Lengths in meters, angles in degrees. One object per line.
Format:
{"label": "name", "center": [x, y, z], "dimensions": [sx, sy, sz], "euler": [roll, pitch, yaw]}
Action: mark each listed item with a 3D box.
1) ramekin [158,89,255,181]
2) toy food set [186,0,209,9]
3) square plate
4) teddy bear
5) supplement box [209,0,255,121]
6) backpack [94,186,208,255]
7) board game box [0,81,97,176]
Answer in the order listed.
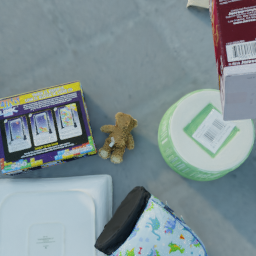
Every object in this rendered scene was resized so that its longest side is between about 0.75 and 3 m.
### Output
{"label": "ramekin", "center": [1.865, 0.143, 6.725], "dimensions": [2.210, 1.079, 2.210], "euler": [0, 78, 0]}
{"label": "toy food set", "center": [2.334, -3.661, 7.967], "dimensions": [1.170, 0.353, 0.839], "euler": [17, 79, 12]}
{"label": "square plate", "center": [-1.830, 2.627, 6.545], "dimensions": [2.985, 0.425, 2.957], "euler": [-2, 77, 0]}
{"label": "teddy bear", "center": [-0.254, 0.256, 7.099], "dimensions": [0.937, 0.431, 1.292], "euler": [5, 86, 9]}
{"label": "supplement box", "center": [1.757, -1.574, 4.438], "dimensions": [0.785, 1.404, 2.579], "euler": [-5, 65, 16]}
{"label": "backpack", "center": [0.671, 2.562, 6.093], "dimensions": [2.139, 1.645, 1.745], "euler": [45, 68, -10]}
{"label": "board game box", "center": [-2.069, 0.008, 6.994], "dimensions": [2.255, 0.639, 1.864], "euler": [-13, 76, -3]}
